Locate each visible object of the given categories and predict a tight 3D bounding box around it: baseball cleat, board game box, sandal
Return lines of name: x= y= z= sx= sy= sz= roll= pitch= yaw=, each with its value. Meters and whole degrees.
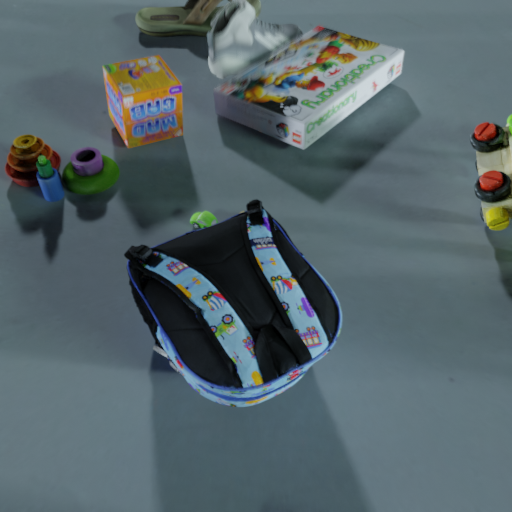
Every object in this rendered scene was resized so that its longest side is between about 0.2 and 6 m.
baseball cleat: x=0.081 y=-5.297 z=13.213 sx=1.065 sy=1.625 sz=3.054 roll=25 pitch=49 yaw=31
board game box: x=1.245 y=-3.900 z=12.541 sx=2.447 sy=0.671 sz=3.877 roll=29 pitch=54 yaw=28
board game box: x=-2.306 y=-3.179 z=11.510 sx=1.226 sy=1.226 sz=1.227 roll=-19 pitch=53 yaw=-21
sandal: x=-1.508 y=-6.488 z=14.795 sx=3.379 sy=0.964 sz=1.342 roll=-7 pitch=48 yaw=-6

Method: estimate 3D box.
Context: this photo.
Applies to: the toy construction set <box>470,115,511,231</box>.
toy construction set: x=5.149 y=-1.411 z=9.579 sx=2.600 sy=1.827 sz=3.966 roll=-8 pitch=35 yaw=25

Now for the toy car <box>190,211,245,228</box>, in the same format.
toy car: x=-0.645 y=-0.524 z=9.788 sx=1.134 sy=0.269 sz=1.205 roll=22 pitch=51 yaw=15

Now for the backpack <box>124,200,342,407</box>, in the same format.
backpack: x=-0.211 y=0.834 z=7.551 sx=2.407 sy=1.774 sz=2.637 roll=-23 pitch=51 yaw=-20

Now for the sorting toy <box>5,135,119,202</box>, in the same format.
sorting toy: x=-3.747 y=-1.777 z=10.543 sx=2.172 sy=0.891 sz=1.305 roll=3 pitch=47 yaw=2
